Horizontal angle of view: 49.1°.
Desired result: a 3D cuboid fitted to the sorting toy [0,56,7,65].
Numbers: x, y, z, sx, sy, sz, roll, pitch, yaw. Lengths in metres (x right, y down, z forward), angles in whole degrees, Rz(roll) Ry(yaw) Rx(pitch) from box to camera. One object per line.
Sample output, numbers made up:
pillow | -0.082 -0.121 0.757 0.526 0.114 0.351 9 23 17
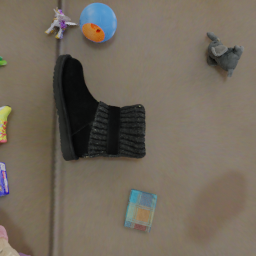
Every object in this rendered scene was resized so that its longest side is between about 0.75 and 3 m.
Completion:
sorting toy | -4.184 -2.014 8.175 1.256 0.185 0.928 -11 79 -2

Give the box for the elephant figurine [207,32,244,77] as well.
elephant figurine | 2.599 -2.129 7.993 1.165 0.904 0.824 25 125 14

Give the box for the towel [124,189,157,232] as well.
towel | 0.336 2.179 7.419 0.732 0.108 0.998 12 80 3

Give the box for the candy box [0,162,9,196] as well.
candy box | -3.773 1.451 7.386 1.046 0.403 0.885 -14 75 -5

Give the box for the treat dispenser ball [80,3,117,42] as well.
treat dispenser ball | -0.841 -2.970 7.931 1.047 1.047 1.047 0 79 0

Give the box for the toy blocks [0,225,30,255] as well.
toy blocks | -3.844 3.211 6.574 2.191 2.603 2.433 28 65 38

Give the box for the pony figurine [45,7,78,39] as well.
pony figurine | -1.966 -3.054 8.210 0.797 0.688 0.826 24 95 14

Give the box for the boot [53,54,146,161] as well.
boot | -0.667 -0.578 7.390 2.210 1.112 2.956 -7 90 6

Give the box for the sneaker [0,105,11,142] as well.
sneaker | -3.541 0.091 7.635 0.678 0.587 1.501 30 86 -4
